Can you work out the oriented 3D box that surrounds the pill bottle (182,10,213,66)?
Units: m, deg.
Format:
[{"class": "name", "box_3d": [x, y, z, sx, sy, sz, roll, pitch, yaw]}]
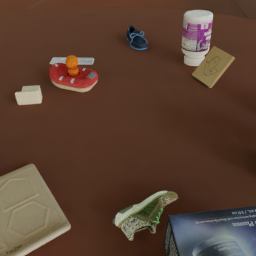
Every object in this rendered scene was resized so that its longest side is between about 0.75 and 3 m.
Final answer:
[{"class": "pill bottle", "box_3d": [3.280, -4.281, 13.462, 1.338, 2.383, 1.338, -3, 36, 2]}]

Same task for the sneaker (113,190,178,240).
[{"class": "sneaker", "box_3d": [0.563, 2.219, 7.008, 1.809, 0.696, 0.802, -22, 58, -19]}]

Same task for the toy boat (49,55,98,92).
[{"class": "toy boat", "box_3d": [-2.383, -2.469, 12.062, 2.102, 1.374, 1.372, 12, 41, 15]}]

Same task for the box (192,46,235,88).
[{"class": "box", "box_3d": [3.752, -2.717, 12.428, 0.169, 1.587, 1.297, 23, 20, -43]}]

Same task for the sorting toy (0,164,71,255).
[{"class": "sorting toy", "box_3d": [-3.168, 2.267, 7.004, 2.643, 0.521, 2.856, -24, 40, -27]}]

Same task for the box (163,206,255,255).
[{"class": "box", "box_3d": [2.051, 2.878, 5.511, 2.216, 1.365, 2.198, -5, 41, -6]}]

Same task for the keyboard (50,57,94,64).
[{"class": "keyboard", "box_3d": [-2.839, -3.397, 14.248, 2.182, 0.116, 0.614, 1, 44, 1]}]

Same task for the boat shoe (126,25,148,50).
[{"class": "boat shoe", "box_3d": [0.380, -5.125, 15.794, 0.976, 0.796, 2.320, -17, 42, -19]}]

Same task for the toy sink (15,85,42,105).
[{"class": "toy sink", "box_3d": [-3.993, -1.335, 11.299, 0.908, 0.592, 0.509, -6, 39, -6]}]
